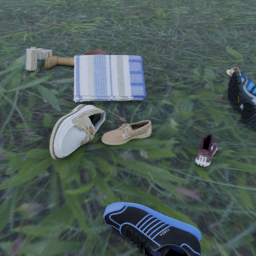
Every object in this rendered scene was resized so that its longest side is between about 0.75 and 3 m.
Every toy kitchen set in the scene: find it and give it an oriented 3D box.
[{"bbox_3d":[-4.600,-3.371,13.520,1.287,0.947,1.607,15,18,21],"label":"toy kitchen set"}]

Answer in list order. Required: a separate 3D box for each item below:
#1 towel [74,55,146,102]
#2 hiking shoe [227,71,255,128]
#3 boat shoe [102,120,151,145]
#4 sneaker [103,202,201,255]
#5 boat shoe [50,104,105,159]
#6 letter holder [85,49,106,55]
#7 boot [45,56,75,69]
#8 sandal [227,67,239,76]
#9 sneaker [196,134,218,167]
[{"bbox_3d":[-0.727,-1.911,10.754,2.731,0.325,2.005,-2,71,-8],"label":"towel"},{"bbox_3d":[4.457,-1.010,9.987,1.243,1.066,2.866,4,44,-8],"label":"hiking shoe"},{"bbox_3d":[-0.045,0.090,8.692,1.620,0.523,0.577,-13,37,-18],"label":"boat shoe"},{"bbox_3d":[0.403,2.149,5.598,2.098,0.736,0.817,12,30,15],"label":"sneaker"},{"bbox_3d":[-1.447,0.007,8.437,0.876,0.958,2.562,4,34,15],"label":"boat shoe"},{"bbox_3d":[-1.575,-3.500,13.848,0.898,0.451,0.638,-22,43,-28],"label":"letter holder"},{"bbox_3d":[-3.100,-3.129,13.318,1.387,0.459,1.215,7,36,8],"label":"boot"},{"bbox_3d":[4.773,-2.454,12.344,0.514,0.461,1.402,0,35,-1],"label":"sandal"},{"bbox_3d":[2.319,0.408,8.000,0.525,0.802,1.388,12,37,17],"label":"sneaker"}]
